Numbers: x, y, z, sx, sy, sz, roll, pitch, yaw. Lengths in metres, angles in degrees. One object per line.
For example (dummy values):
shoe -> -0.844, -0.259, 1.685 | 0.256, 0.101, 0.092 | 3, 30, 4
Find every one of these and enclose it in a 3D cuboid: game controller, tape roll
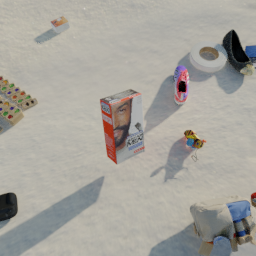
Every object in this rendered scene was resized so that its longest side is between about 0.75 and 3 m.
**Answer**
game controller -> -4.744, 2.838, 9.617 | 1.850, 0.390, 0.965 | -15, 46, -9
tape roll -> 3.804, -3.410, 13.257 | 1.758, 0.321, 1.758 | 0, 60, 1

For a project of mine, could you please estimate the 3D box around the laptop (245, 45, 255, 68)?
laptop -> 5.959, -3.341, 13.091 | 0.868, 0.537, 0.927 | -5, 60, -2

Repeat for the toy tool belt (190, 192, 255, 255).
toy tool belt -> 3.395, 3.063, 8.937 | 2.643, 1.650, 1.624 | -10, 88, -4

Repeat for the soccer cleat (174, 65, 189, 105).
soccer cleat -> 2.360, -2.033, 12.186 | 0.709, 0.761, 2.079 | 6, 60, 4

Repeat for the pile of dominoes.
pile of dominoes -> -5.529, -1.194, 11.880 | 2.812, 0.448, 2.192 | 34, 65, 18

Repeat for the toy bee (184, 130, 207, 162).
toy bee -> 2.652, 0.541, 10.714 | 0.847, 0.703, 1.294 | 2, 56, -53

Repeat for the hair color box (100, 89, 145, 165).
hair color box -> -0.141, -0.034, 9.440 | 1.250, 2.253, 0.720 | -23, 33, -28

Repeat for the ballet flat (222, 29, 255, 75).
ballet flat -> 5.114, -3.495, 13.031 | 0.870, 0.744, 2.618 | -10, 60, -13

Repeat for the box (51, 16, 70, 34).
box -> -3.456, -5.271, 14.300 | 0.760, 0.404, 0.579 | -33, 65, -18
